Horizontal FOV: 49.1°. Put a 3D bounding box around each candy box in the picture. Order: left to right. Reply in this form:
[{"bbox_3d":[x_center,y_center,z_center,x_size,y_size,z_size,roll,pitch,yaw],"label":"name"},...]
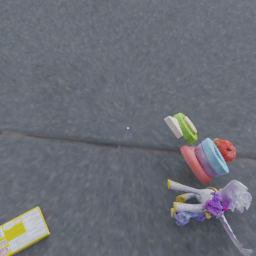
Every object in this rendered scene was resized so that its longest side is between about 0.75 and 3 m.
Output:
[{"bbox_3d":[-2.615,2.500,6.503,1.426,0.188,0.729,-26,67,-14],"label":"candy box"}]

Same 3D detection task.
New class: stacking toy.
[{"bbox_3d":[1.794,0.270,6.534,0.836,1.980,1.792,-33,81,20],"label":"stacking toy"}]

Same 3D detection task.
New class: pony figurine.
[{"bbox_3d":[1.906,1.717,6.214,1.863,1.551,1.798,-1,19,1],"label":"pony figurine"}]
